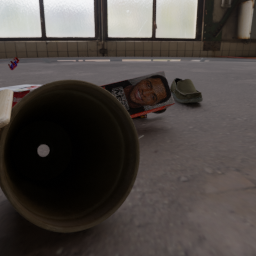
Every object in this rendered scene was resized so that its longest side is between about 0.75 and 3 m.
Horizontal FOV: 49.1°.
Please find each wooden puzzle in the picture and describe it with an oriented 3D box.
[{"bbox_3d":[-2.309,0.635,4.018,0.551,2.378,2.203,19,9,-25],"label":"wooden puzzle"}]

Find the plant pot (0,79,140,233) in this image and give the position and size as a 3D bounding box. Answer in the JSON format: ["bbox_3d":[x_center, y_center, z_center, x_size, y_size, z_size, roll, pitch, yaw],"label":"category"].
[{"bbox_3d":[-1.289,0.459,5.193,2.362,2.362,2.050,-11,4,-32],"label":"plant pot"}]

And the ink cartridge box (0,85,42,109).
[{"bbox_3d":[-4.412,-1.285,11.920,2.248,0.942,1.973,7,18,35],"label":"ink cartridge box"}]

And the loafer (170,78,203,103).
[{"bbox_3d":[2.807,-1.934,14.072,1.107,1.025,2.944,-5,18,-14],"label":"loafer"}]

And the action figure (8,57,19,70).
[{"bbox_3d":[-4.114,-2.294,10.053,0.342,0.270,1.046,-54,18,-19],"label":"action figure"}]

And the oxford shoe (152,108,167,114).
[{"bbox_3d":[0.767,-0.895,10.935,1.728,0.616,0.616,2,6,-33],"label":"oxford shoe"}]

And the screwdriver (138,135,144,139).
[{"bbox_3d":[-0.081,0.566,7.501,0.325,0.311,2.232,43,35,19],"label":"screwdriver"}]

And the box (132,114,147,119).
[{"bbox_3d":[0.121,-0.587,11.114,1.091,0.218,0.747,-5,25,-17],"label":"box"}]

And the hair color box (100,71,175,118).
[{"bbox_3d":[0.215,-1.043,9.720,2.505,1.271,0.767,-17,-5,-16],"label":"hair color box"}]
